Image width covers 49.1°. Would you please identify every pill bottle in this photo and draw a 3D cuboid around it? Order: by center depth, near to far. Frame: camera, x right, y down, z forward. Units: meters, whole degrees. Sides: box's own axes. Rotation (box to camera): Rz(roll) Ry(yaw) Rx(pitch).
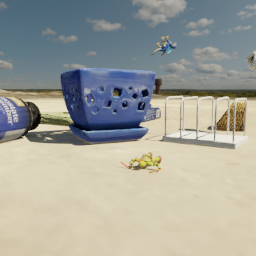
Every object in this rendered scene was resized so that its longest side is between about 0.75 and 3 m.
[{"bbox_3d":[-3.891,-0.278,8.691,1.371,1.371,2.452,3,8,20],"label":"pill bottle"}]

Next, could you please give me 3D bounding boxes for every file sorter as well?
[{"bbox_3d":[2.391,-0.263,8.593,2.213,1.378,1.536,6,10,34],"label":"file sorter"}]

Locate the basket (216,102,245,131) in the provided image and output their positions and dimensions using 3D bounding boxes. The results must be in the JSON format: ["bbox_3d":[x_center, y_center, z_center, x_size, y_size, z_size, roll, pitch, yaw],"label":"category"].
[{"bbox_3d":[4.191,-0.517,11.451,1.164,1.115,1.562,4,8,19],"label":"basket"}]

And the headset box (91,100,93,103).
[{"bbox_3d":[-2.210,-1.047,13.661,1.188,0.616,1.596,2,8,-17],"label":"headset box"}]

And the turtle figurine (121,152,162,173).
[{"bbox_3d":[0.352,0.662,5.710,0.879,0.283,0.709,4,9,28],"label":"turtle figurine"}]

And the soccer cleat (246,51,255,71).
[{"bbox_3d":[4.598,-2.016,9.298,0.840,0.680,1.945,-26,33,16],"label":"soccer cleat"}]

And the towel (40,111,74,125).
[{"bbox_3d":[-3.031,-0.513,13.677,2.882,0.526,2.138,4,8,30],"label":"towel"}]

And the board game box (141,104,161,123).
[{"bbox_3d":[-0.116,-0.912,15.170,2.973,0.918,2.975,5,9,27],"label":"board game box"}]

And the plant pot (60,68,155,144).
[{"bbox_3d":[-0.716,-0.726,9.000,2.417,2.173,2.417,-4,9,-25],"label":"plant pot"}]

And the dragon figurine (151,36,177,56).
[{"bbox_3d":[2.006,-4.256,15.061,0.582,0.984,1.978,3,48,42],"label":"dragon figurine"}]
